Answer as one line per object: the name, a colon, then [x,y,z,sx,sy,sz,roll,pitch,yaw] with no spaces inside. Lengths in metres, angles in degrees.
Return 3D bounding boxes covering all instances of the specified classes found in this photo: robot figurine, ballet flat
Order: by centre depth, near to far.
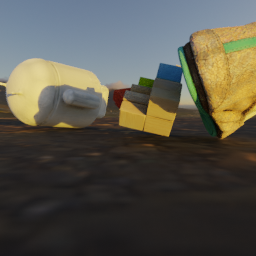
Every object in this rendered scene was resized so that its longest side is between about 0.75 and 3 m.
ballet flat: [1.183,-0.386,3.105,0.888,0.899,2.642,-18,-7,15]
robot figurine: [-1.587,-0.729,6.288,2.113,1.407,2.491,9,4,41]

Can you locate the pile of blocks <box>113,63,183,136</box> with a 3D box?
pile of blocks: [0.240,-0.449,3.687,0.739,0.976,2.379,13,1,4]
